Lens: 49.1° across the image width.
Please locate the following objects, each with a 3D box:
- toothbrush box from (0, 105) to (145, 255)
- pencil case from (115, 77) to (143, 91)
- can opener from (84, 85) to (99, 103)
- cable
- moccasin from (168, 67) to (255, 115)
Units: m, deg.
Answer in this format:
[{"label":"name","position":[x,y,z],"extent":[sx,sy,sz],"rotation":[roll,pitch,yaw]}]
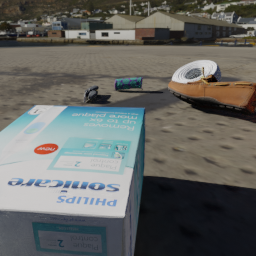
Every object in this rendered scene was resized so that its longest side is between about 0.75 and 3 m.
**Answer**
[{"label":"toothbrush box","position":[-0.791,0.632,3.614],"extent":[1.913,1.115,2.613],"rotation":[2,24,7]},{"label":"pencil case","position":[0.031,-1.805,11.541],"extent":[1.160,0.493,0.536],"rotation":[-3,-13,7]},{"label":"can opener","position":[-1.268,-1.249,10.296],"extent":[0.503,0.401,1.505],"rotation":[12,20,7]},{"label":"cable","position":[2.555,-1.858,10.601],"extent":[1.870,0.648,1.870],"rotation":[-7,41,28]},{"label":"moccasin","position":[2.489,-1.185,8.513],"extent":[1.044,1.102,2.855],"rotation":[22,-4,-42]}]
